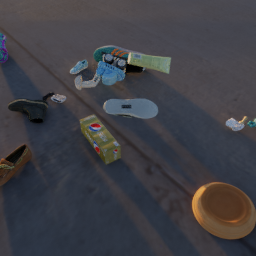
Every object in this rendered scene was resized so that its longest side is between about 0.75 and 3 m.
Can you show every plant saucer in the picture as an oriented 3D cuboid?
[{"bbox_3d":[2.756,2.249,7.988,1.778,0.333,1.778,-1,43,0],"label":"plant saucer"}]

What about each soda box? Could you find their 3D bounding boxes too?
[{"bbox_3d":[-0.990,0.358,9.790,0.606,0.642,1.894,-23,48,-23],"label":"soda box"}]

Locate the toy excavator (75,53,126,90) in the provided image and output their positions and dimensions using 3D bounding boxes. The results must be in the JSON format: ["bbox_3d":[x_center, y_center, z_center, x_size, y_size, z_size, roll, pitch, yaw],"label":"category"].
[{"bbox_3d":[-1.119,-2.203,11.846,1.776,0.913,1.827,23,69,5],"label":"toy excavator"}]

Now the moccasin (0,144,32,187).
[{"bbox_3d":[-3.806,1.197,8.844,0.662,0.698,1.809,27,49,26],"label":"moccasin"}]

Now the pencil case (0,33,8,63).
[{"bbox_3d":[-6.747,-4.216,14.524,0.987,0.909,2.135,-31,47,2],"label":"pencil case"}]

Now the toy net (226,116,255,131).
[{"bbox_3d":[4.516,-0.050,10.502,1.705,0.329,0.894,-6,46,-4],"label":"toy net"}]

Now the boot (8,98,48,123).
[{"bbox_3d":[-3.966,-0.614,10.936,1.523,0.590,1.053,-5,48,-4],"label":"boot"}]

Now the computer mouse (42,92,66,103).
[{"bbox_3d":[-3.054,-1.243,11.845,1.050,0.230,0.576,18,41,26],"label":"computer mouse"}]

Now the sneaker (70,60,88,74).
[{"bbox_3d":[-2.407,-3.004,13.567,0.399,0.443,1.080,26,49,27],"label":"sneaker"}]

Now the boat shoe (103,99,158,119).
[{"bbox_3d":[0.065,-0.564,7.828,1.530,0.541,0.487,6,-2,-12],"label":"boat shoe"}]

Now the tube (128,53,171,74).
[{"bbox_3d":[0.853,-2.566,10.939,1.694,0.492,0.440,7,41,-12],"label":"tube"}]

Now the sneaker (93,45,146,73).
[{"bbox_3d":[-0.430,-3.235,13.417,2.739,0.977,1.094,10,39,8],"label":"sneaker"}]
